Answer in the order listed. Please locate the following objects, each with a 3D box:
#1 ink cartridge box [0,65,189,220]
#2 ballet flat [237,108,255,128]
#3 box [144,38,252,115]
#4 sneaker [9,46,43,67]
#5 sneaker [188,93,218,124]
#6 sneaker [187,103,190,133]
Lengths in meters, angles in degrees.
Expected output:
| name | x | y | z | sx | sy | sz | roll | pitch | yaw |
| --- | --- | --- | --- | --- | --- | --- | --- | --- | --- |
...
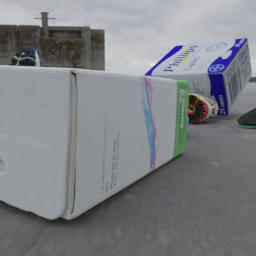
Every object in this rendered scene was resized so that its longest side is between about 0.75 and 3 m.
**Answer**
| name | x | y | z | sx | sy | sz | roll | pitch | yaw |
| --- | --- | --- | --- | --- | --- | --- | --- | --- | --- |
| ink cartridge box | -0.598 | -0.116 | 3.549 | 2.022 | 1.217 | 2.782 | 8 | 12 | 28 |
| ballet flat | 4.200 | -0.455 | 6.993 | 2.740 | 0.937 | 0.932 | 1 | 11 | 14 |
| box | 2.532 | -1.871 | 10.090 | 2.944 | 1.545 | 2.708 | 5 | 39 | 39 |
| sneaker | -2.029 | -0.815 | 6.014 | 0.718 | 1.850 | 0.799 | 19 | 23 | 21 |
| sneaker | 1.619 | -0.679 | 8.915 | 1.111 | 1.053 | 2.705 | -1 | 16 | -37 |
| sneaker | 0.170 | -0.493 | 6.136 | 2.356 | 1.125 | 0.934 | 7 | 4 | 11 |
